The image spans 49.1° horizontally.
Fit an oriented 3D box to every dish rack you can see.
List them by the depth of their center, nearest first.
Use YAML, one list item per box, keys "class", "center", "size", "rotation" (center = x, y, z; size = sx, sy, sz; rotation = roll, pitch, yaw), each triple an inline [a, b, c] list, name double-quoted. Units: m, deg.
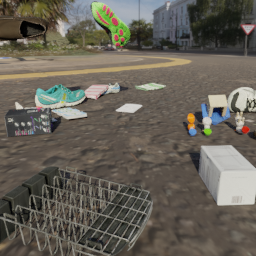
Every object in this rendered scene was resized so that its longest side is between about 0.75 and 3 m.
- class: "dish rack"
  center: [-0.899, 1.405, 4.706]
  size: [2.500, 0.682, 1.918]
  rotation: [9, 22, 20]

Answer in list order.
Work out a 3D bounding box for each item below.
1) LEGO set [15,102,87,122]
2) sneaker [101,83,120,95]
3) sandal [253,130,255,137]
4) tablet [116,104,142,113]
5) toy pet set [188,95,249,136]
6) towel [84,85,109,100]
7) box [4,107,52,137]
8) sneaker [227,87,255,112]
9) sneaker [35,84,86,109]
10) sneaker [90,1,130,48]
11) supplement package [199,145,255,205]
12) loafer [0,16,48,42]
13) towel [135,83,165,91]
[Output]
- class: "LEGO set"
  center: [-3.240, -0.668, 11.036]
  size: [2.680, 0.658, 2.002]
  rotation: [-11, 18, -30]
- class: "sneaker"
  center: [-1.203, -2.173, 15.578]
  size: [1.675, 0.607, 0.602]
  rotation: [-17, 25, -33]
- class: "sandal"
  center: [5.287, -0.241, 8.689]
  size: [2.845, 0.777, 1.162]
  rotation: [-15, 3, 7]
- class: "tablet"
  center: [0.066, -0.900, 12.548]
  size: [0.834, 0.087, 1.281]
  rotation: [7, 19, 19]
- class: "toy pet set"
  center: [2.987, -0.221, 9.767]
  size: [1.884, 1.001, 1.759]
  rotation: [-1, 53, 6]
- class: "towel"
  center: [-1.780, -1.944, 14.988]
  size: [1.065, 0.218, 1.456]
  rotation: [7, 35, 26]
- class: "box"
  center: [-3.296, -0.222, 9.414]
  size: [1.407, 0.746, 0.860]
  rotation: [-5, 19, -12]
- class: "sneaker"
  center: [5.491, -1.131, 11.717]
  size: [2.776, 1.050, 1.217]
  rotation: [-8, 20, -20]
- class: "sneaker"
  center: [-3.021, -1.508, 12.900]
  size: [0.993, 1.020, 2.562]
  rotation: [17, 24, 42]
- class: "sneaker"
  center: [-0.650, -4.007, 10.770]
  size: [0.869, 2.265, 0.949]
  rotation: [-37, 52, 5]
- class: "supplement package"
  center: [2.051, 0.940, 5.908]
  size: [0.755, 0.727, 1.328]
  rotation: [-1, 18, -2]
- class: "loafer"
  center: [-4.049, -3.589, 10.031]
  size: [2.399, 0.876, 0.856]
  rotation: [-18, 30, -20]
- class: "towel"
  center: [1.387, -2.577, 17.483]
  size: [1.594, 0.186, 1.216]
  rotation: [-13, 23, -35]
